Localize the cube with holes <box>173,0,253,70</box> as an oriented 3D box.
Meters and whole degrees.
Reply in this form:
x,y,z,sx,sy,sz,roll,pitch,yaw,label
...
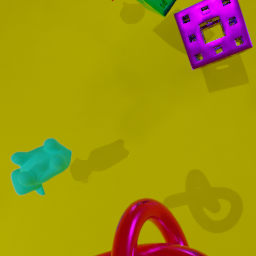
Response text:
x,y,z,sx,sy,sz,roll,pitch,yaw,label
1.760,-1.953,5.784,1.145,1.145,1.145,-18,95,22,cube with holes

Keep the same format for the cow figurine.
x,y,z,sx,sy,sz,roll,pitch,yaw,label
-1.657,0.784,5.389,1.385,1.363,0.760,-26,73,0,cow figurine

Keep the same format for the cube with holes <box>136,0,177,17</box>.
x,y,z,sx,sy,sz,roll,pitch,yaw,label
0.501,-3.157,5.772,1.090,1.090,1.090,27,109,-28,cube with holes

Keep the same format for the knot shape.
x,y,z,sx,sy,sz,roll,pitch,yaw,label
0.278,1.595,3.224,1.860,0.860,1.741,16,31,12,knot shape
